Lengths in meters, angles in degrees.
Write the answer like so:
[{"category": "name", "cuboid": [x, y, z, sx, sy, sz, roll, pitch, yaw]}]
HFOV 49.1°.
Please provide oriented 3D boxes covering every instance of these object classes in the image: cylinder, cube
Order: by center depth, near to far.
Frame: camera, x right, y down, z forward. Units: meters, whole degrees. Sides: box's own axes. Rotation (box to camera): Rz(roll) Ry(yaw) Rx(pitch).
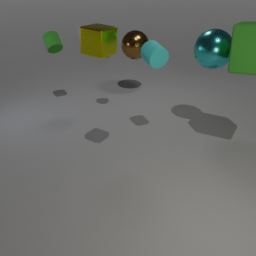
[{"category": "cube", "cuboid": [-0.753, -2.267, 7.264, 0.700, 0.700, 0.700, 20, 34, 27]}, {"category": "cube", "cuboid": [3.943, -2.434, 8.455, 1.400, 1.400, 1.400, 12, 27, 27]}, {"category": "cylinder", "cuboid": [0.859, -2.393, 9.122, 0.700, 0.700, 0.700, -12, 43, -21]}, {"category": "cylinder", "cuboid": [-3.280, -3.736, 12.217, 0.700, 0.700, 0.700, -22, -10, -4]}]

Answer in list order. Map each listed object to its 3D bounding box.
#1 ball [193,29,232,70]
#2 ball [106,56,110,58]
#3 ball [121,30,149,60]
[{"category": "ball", "cuboid": [3.050, -2.796, 9.970, 1.400, 1.400, 1.400, 0, 28, 0]}, {"category": "ball", "cuboid": [-0.942, -3.183, 11.335, 0.700, 0.700, 0.700, 0, 28, 0]}, {"category": "ball", "cuboid": [0.362, -4.126, 13.937, 1.400, 1.400, 1.400, 0, 28, 0]}]
